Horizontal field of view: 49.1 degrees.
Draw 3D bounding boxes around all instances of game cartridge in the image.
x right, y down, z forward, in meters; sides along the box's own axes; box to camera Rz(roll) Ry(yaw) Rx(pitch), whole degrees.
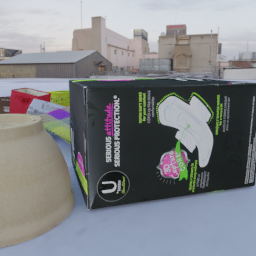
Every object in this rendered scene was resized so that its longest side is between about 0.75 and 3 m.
[{"bbox_3d":[-1.948,-0.328,8.466,2.013,0.418,1.340,18,10,-16],"label":"game cartridge"}]

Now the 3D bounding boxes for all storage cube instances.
[{"bbox_3d":[-3.491,-0.780,9.988,1.034,1.087,1.209,13,15,5],"label":"storage cube"}]

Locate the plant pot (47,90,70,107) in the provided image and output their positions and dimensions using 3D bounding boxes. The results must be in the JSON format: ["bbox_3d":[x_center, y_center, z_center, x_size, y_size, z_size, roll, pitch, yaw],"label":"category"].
[{"bbox_3d":[-2.877,-1.171,12.465,1.057,0.964,1.062,-12,18,-43],"label":"plant pot"}]

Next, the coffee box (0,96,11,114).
[{"bbox_3d":[-4.682,-1.092,12.557,1.088,0.759,1.903,5,13,22],"label":"coffee box"}]

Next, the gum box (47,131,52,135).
[{"bbox_3d":[-3.005,0.070,8.100,1.536,0.403,1.807,-3,13,-12],"label":"gum box"}]

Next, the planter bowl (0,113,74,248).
[{"bbox_3d":[-1.774,0.518,3.919,1.974,1.329,1.974,0,12,0],"label":"planter bowl"}]

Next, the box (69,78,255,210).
[{"bbox_3d":[0.488,0.024,5.063,2.892,1.798,2.148,-3,13,-18],"label":"box"}]

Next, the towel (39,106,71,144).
[{"bbox_3d":[-1.153,-0.025,7.541,1.858,0.295,2.588,27,19,11],"label":"towel"}]
